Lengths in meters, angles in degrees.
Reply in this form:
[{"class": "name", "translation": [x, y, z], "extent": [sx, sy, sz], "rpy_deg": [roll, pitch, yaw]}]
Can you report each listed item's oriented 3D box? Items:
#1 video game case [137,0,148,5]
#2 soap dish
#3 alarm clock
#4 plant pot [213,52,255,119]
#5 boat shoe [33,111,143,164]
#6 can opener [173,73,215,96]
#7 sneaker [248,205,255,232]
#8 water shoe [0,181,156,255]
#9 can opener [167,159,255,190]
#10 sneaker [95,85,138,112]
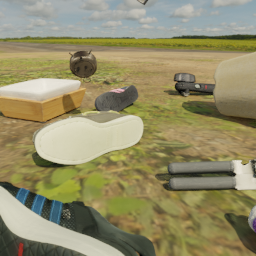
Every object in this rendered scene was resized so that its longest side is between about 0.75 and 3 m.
[{"class": "video game case", "translation": [0.743, -5.454, 11.434], "extent": [0.109, 0.771, 0.853], "rpy_deg": [28, 20, -34]}, {"class": "soap dish", "translation": [-3.115, -1.085, 10.297], "extent": [2.134, 1.102, 2.713], "rpy_deg": [8, 20, 22]}, {"class": "alarm clock", "translation": [-1.298, -1.764, 8.312], "extent": [0.797, 1.181, 0.393], "rpy_deg": [-9, 54, -1]}, {"class": "plant pot", "translation": [4.425, -1.408, 9.178], "extent": [2.676, 2.924, 2.924], "rpy_deg": [2, 16, 42]}, {"class": "boat shoe", "translation": [-0.955, 0.140, 6.827], "extent": [3.010, 1.076, 0.900], "rpy_deg": [-9, 20, -42]}, {"class": "can opener", "translation": [3.526, -1.946, 13.303], "extent": [2.790, 1.097, 0.884], "rpy_deg": [8, 10, -5]}, {"class": "sneaker", "translation": [2.484, 1.464, 3.595], "extent": [1.678, 0.675, 0.742], "rpy_deg": [1, 25, 15]}, {"class": "water shoe", "translation": [-1.087, 1.381, 3.551], "extent": [2.986, 1.068, 1.178], "rpy_deg": [18, 6, 28]}, {"class": "can opener", "translation": [1.825, 0.936, 5.428], "extent": [2.157, 0.568, 0.717], "rpy_deg": [-1, -16, -6]}, {"class": "sneaker", "translation": [-0.609, -1.032, 10.939], "extent": [1.011, 0.865, 2.466], "rpy_deg": [-11, 8, 38]}]
